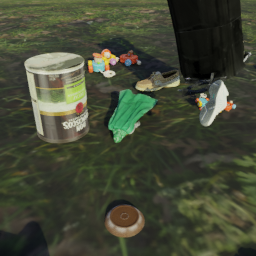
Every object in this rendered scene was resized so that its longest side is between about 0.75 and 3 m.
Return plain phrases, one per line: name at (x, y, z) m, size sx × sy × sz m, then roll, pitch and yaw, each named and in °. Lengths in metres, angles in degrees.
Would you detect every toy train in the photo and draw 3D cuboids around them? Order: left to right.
toy train at (-0.673, -3.157, 12.893) m, size 1.963 × 0.727 × 2.613 m, roll 16°, pitch 34°, yaw 26°
toy train at (2.845, -0.731, 9.252) m, size 1.221 × 0.339 × 0.917 m, roll 24°, pitch 37°, yaw 29°

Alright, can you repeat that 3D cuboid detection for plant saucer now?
plant saucer at (-0.065, 1.713, 5.321) m, size 0.766 × 0.140 × 0.766 m, roll 1°, pitch 31°, yaw 0°

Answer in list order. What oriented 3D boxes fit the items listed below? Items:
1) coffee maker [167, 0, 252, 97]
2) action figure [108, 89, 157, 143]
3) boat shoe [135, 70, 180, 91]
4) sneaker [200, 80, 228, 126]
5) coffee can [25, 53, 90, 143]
coffee maker at (2.094, -2.814, 7.290) m, size 1.983 × 2.943 × 2.827 m, roll -8°, pitch 29°, yaw 22°
action figure at (-0.001, -0.327, 8.303) m, size 1.269 × 0.588 × 2.149 m, roll 11°, pitch 40°, yaw 16°
boat shoe at (1.152, -1.879, 10.843) m, size 1.892 × 0.628 × 0.700 m, roll -15°, pitch 34°, yaw -23°
sneaker at (1.883, -0.475, 5.954) m, size 0.389 × 0.444 × 1.107 m, roll -3°, pitch 54°, yaw 56°
coffee can at (-1.885, -0.841, 7.698) m, size 1.511 × 2.065 × 1.511 m, roll 0°, pitch 31°, yaw 0°
